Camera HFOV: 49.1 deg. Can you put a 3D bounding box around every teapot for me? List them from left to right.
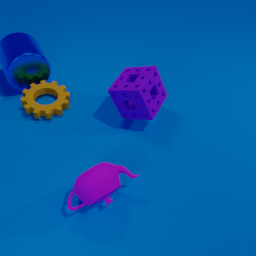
[{"bbox_3d":[-0.590,1.310,6.394,1.767,1.099,0.865,-29,76,-15],"label":"teapot"}]

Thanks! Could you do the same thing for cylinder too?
[{"bbox_3d":[-3.382,-2.151,9.102,1.387,1.387,1.387,-22,53,-18],"label":"cylinder"}]

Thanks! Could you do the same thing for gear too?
[{"bbox_3d":[-2.533,-0.894,8.664,1.434,0.265,1.434,4,50,-5],"label":"gear"}]

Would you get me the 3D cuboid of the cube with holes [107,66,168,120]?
[{"bbox_3d":[0.299,-0.992,7.971,1.065,1.065,1.065,5,48,36],"label":"cube with holes"}]
